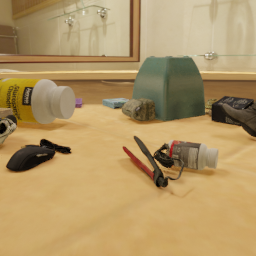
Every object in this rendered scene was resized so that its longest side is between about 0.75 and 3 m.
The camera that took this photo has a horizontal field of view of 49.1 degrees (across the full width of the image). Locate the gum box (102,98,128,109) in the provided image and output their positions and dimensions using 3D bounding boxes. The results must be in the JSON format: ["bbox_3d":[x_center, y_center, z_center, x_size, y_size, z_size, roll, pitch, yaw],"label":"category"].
[{"bbox_3d":[-0.480,-1.252,14.082,1.172,0.307,1.379,-8,16,-27],"label":"gum box"}]

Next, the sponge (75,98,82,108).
[{"bbox_3d":[-2.817,-1.277,14.319,0.932,0.249,1.670,-1,15,-8],"label":"sponge"}]

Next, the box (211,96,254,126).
[{"bbox_3d":[3.996,-0.683,10.697,1.205,0.707,1.185,15,31,40],"label":"box"}]

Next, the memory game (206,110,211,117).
[{"bbox_3d":[4.344,-0.589,11.893,2.008,0.128,2.008,0,14,0],"label":"memory game"}]

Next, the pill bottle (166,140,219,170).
[{"bbox_3d":[1.441,0.617,6.285,1.080,0.598,0.598,7,16,24],"label":"pill bottle"}]

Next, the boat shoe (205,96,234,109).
[{"bbox_3d":[4.211,-1.199,13.053,0.676,0.583,1.852,-5,7,-25],"label":"boat shoe"}]

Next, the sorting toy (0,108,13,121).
[{"bbox_3d":[-4.966,0.001,8.054,2.297,0.799,2.283,4,15,28],"label":"sorting toy"}]

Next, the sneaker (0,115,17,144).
[{"bbox_3d":[-3.335,-0.051,7.661,0.433,0.518,1.170,23,39,-12],"label":"sneaker"}]

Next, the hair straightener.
[{"bbox_3d":[0.551,0.581,6.014,0.836,0.444,2.172,-45,22,-3],"label":"hair straightener"}]

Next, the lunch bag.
[{"bbox_3d":[0.394,-0.700,11.008,0.996,0.827,1.187,-15,20,-25],"label":"lunch bag"}]

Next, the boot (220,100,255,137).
[{"bbox_3d":[3.686,-0.530,8.599,1.500,0.988,0.524,45,30,26],"label":"boot"}]

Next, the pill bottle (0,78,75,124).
[{"bbox_3d":[-3.549,-1.004,10.444,2.933,1.643,1.643,4,15,16],"label":"pill bottle"}]

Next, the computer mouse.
[{"bbox_3d":[-2.380,0.544,6.962,1.220,0.400,1.738,11,17,32],"label":"computer mouse"}]

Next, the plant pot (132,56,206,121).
[{"bbox_3d":[1.732,-1.823,12.014,2.416,2.468,2.423,-9,17,-32],"label":"plant pot"}]
